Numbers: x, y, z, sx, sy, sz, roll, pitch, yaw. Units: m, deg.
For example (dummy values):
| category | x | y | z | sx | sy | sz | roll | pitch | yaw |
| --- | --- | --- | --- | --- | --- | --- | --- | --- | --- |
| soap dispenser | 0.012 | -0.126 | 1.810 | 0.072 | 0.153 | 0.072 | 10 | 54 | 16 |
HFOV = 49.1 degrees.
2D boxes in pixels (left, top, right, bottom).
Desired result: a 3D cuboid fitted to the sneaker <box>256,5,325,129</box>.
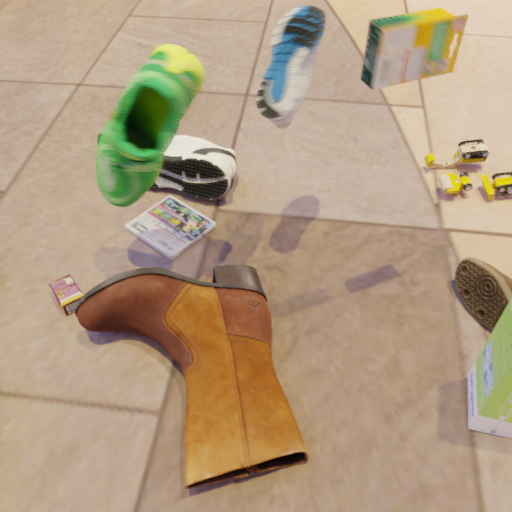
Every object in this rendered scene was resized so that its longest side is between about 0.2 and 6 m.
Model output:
| category | x | y | z | sx | sy | sz | roll | pitch | yaw |
| --- | --- | --- | --- | --- | --- | --- | --- | --- | --- |
| sneaker | 0.539 | -2.776 | 8.341 | 0.705 | 0.815 | 1.881 | 20 | 85 | 18 |

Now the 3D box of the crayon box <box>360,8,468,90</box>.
| category | x | y | z | sx | sy | sz | roll | pitch | yaw |
| --- | --- | --- | --- | --- | --- | --- | --- | --- | --- |
| crayon box | 1.787 | -2.377 | 6.395 | 1.133 | 0.712 | 0.292 | -16 | 48 | -17 |

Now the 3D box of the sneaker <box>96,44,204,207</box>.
| category | x | y | z | sx | sy | sz | roll | pitch | yaw |
| --- | --- | --- | --- | --- | --- | --- | --- | --- | --- |
| sneaker | -1.753 | -1.683 | 7.958 | 1.061 | 2.863 | 1.197 | 31 | 43 | -7 |

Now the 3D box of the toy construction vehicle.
| category | x | y | z | sx | sy | sz | roll | pitch | yaw |
| --- | --- | --- | --- | --- | --- | --- | --- | --- | --- |
| toy construction vehicle | 4.417 | -1.676 | 11.535 | 1.582 | 0.557 | 1.378 | -8 | 58 | -4 |

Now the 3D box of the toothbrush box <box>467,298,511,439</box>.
| category | x | y | z | sx | sy | sz | roll | pitch | yaw |
| --- | --- | --- | --- | --- | --- | --- | --- | --- | --- |
| toothbrush box | 3.855 | 1.542 | 7.245 | 1.608 | 2.208 | 0.950 | 9 | 47 | 9 |

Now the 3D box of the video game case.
| category | x | y | z | sx | sy | sz | roll | pitch | yaw |
| --- | --- | --- | --- | --- | --- | --- | --- | --- | --- |
| video game case | -1.626 | -0.562 | 10.666 | 1.294 | 0.149 | 1.179 | 31 | 54 | 27 |

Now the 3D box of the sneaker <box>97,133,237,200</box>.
| category | x | y | z | sx | sy | sz | roll | pitch | yaw |
| --- | --- | --- | --- | --- | --- | --- | --- | --- | --- |
| sneaker | -1.809 | -1.978 | 11.527 | 3.031 | 1.117 | 1.212 | 18 | 37 | 10 |

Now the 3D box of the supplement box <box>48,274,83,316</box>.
| category | x | y | z | sx | sy | sz | roll | pitch | yaw |
| --- | --- | --- | --- | --- | --- | --- | --- | --- | --- |
| supplement box | -3.163 | 0.654 | 9.398 | 0.394 | 0.310 | 0.602 | -27 | 52 | -23 |

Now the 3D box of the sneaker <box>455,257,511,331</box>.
| category | x | y | z | sx | sy | sz | roll | pitch | yaw |
| --- | --- | --- | --- | --- | --- | --- | --- | --- | --- |
| sneaker | 4.221 | 0.904 | 9.003 | 0.886 | 0.826 | 2.345 | -7 | 46 | -34 |

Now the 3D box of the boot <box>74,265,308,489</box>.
| category | x | y | z | sx | sy | sz | roll | pitch | yaw |
| --- | --- | --- | --- | --- | --- | --- | --- | --- | --- |
| boot | -1.067 | 1.743 | 8.122 | 3.033 | 1.103 | 3.222 | -1 | 52 | -15 |
